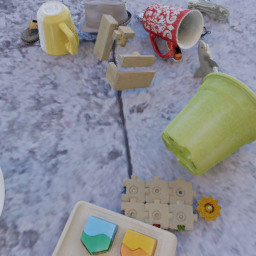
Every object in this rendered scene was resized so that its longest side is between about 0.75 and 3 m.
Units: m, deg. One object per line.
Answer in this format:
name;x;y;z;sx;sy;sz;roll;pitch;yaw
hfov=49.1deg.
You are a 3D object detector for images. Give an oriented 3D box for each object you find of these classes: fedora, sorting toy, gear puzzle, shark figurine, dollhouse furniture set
fedora;-0.928;-4.507;10.774;2.140;0.966;1.893;2;46;8
sorting toy;-0.469;3.389;6.730;2.838;0.518;2.626;18;64;10
gear puzzle;1.180;2.094;7.755;2.773;0.363;1.436;2;65;3
shark figurine;2.905;-1.869;10.159;0.960;1.375;2.301;-24;76;14
dollhouse furniture set;-0.030;-2.577;9.567;1.496;1.746;1.836;-10;50;-32

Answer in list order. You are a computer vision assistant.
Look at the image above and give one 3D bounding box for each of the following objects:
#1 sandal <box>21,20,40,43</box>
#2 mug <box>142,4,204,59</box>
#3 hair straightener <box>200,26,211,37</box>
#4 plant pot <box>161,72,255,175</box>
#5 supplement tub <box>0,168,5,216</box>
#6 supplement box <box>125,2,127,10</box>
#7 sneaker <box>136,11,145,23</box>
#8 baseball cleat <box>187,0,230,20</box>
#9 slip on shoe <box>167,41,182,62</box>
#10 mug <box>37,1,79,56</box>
sandal;-3.718;-4.263;11.656;0.796;0.532;1.948;34;65;20
mug;1.473;-3.861;10.763;1.871;1.406;2.108;-44;49;-8
hair straightener;2.434;-4.565;11.869;2.480;0.507;0.954;29;62;17
plant pot;2.290;0.068;8.057;2.259;2.457;2.457;-40;65;-10
supplement tub;-4.840;1.720;7.000;2.806;2.026;2.026;-5;58;-3
supplement box;-0.420;-4.967;12.112;0.777;0.522;0.776;-4;58;-2
sneaker;0.781;-4.688;12.063;0.516;0.338;0.898;-39;60;-21
baseball cleat;3.605;-5.397;12.300;1.948;0.679;1.037;25;61;14
slip on shoe;1.851;-3.173;11.059;0.482;0.398;1.301;-9;56;-3
mug;-2.595;-3.877;10.794;1.949;1.600;1.561;18;59;11
